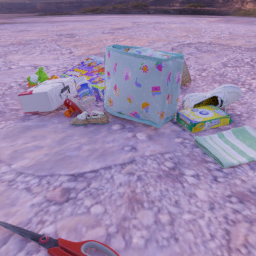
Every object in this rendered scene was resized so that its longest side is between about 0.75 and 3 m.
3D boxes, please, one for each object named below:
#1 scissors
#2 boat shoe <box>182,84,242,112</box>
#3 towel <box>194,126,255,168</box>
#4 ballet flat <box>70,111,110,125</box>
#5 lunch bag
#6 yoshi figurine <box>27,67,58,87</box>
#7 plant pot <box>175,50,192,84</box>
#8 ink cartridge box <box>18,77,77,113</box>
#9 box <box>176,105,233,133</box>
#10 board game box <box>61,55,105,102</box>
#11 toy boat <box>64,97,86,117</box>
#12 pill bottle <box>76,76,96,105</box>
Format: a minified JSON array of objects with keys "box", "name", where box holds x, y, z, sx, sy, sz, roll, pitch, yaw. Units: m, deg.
[{"box":[-1.333,2.098,5.154,2.817,0.196,1.030,19,35,35],"name":"scissors"},{"box":[3.296,-0.985,10.306,2.448,0.904,1.044,-10,29,-14],"name":"boat shoe"},{"box":[3.193,0.480,8.175,2.081,0.243,1.588,-9,29,-18],"name":"towel"},{"box":[-1.316,-0.370,9.603,1.358,0.443,0.479,-5,27,-9],"name":"ballet flat"},{"box":[0.312,-1.575,9.783,2.837,2.417,1.730,19,29,33],"name":"lunch bag"},{"box":[-3.720,-2.196,12.638,1.966,1.105,1.101,16,15,33],"name":"yoshi figurine"},{"box":[2.220,-2.702,13.211,1.079,1.608,1.608,-21,25,11],"name":"plant pot"},{"box":[-3.030,-1.298,10.794,1.362,0.769,1.855,-3,24,22],"name":"ink cartridge box"},{"box":[2.662,-0.363,9.638,1.738,0.420,1.020,-10,29,-23],"name":"box"},{"box":[-1.315,-2.281,12.479,2.936,0.657,1.974,24,53,39],"name":"board game box"},{"box":[-2.044,-0.670,10.161,0.655,0.654,1.003,-43,42,-12],"name":"toy boat"},{"box":[-1.576,-1.376,10.243,0.541,0.541,0.966,-15,73,-27],"name":"pill bottle"}]
